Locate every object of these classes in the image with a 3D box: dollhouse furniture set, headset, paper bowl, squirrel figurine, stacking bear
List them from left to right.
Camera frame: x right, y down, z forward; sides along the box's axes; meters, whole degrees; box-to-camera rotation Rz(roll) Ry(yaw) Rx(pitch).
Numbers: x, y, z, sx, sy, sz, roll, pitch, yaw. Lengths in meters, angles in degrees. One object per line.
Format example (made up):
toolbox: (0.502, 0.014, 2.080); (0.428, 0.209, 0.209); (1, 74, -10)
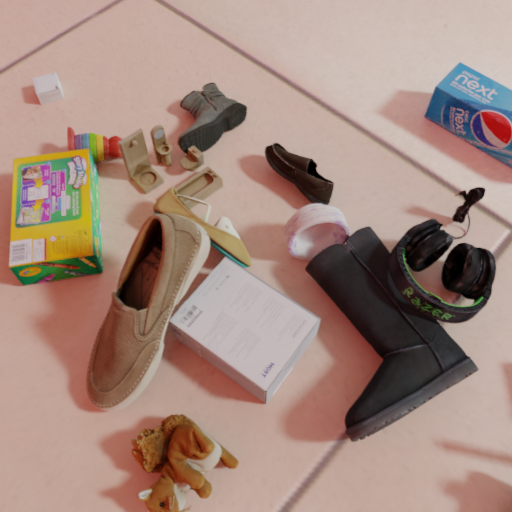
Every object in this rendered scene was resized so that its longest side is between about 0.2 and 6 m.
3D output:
stacking bear: (-3.436, -2.357, 12.144); (1.199, 0.728, 0.682); (-4, 42, -14)
dollhouse furniture set: (-1.718, -1.870, 11.527); (1.423, 1.219, 1.496); (-38, 67, -19)
squirrel figurine: (-1.308, 3.324, 8.866); (1.489, 1.054, 1.390); (32, 75, 32)
paper bowl: (1.121, -0.516, 10.756); (1.222, 1.222, 0.635); (-11, 55, -6)
headset: (3.599, -0.112, 10.310); (1.850, 1.408, 2.996); (32, 44, 5)

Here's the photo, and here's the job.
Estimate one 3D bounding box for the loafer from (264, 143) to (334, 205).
loafer: (0.966, -1.827, 11.730); (1.838, 0.656, 0.671); (43, 32, 14)

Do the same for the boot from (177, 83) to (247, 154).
boot: (-1.284, -3.113, 12.641); (1.304, 0.676, 1.996); (37, 59, 24)

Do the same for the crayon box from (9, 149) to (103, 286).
crayon box: (-3.972, -0.833, 11.192); (1.575, 0.773, 2.652); (-9, 61, -5)

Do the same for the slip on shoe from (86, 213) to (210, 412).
slip on shoe: (-2.003, 0.925, 9.289); (1.344, 1.071, 3.536); (32, 94, 29)

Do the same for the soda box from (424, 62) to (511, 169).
soda box: (5.361, -2.885, 12.233); (3.106, 0.996, 1.053); (37, 67, 20)

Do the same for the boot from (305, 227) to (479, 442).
boot: (1.871, 1.245, 9.829); (2.649, 1.055, 3.214); (-22, 66, -23)

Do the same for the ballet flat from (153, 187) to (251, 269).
ballet flat: (-0.956, -0.610, 10.943); (2.326, 0.798, 0.733); (31, 86, 10)

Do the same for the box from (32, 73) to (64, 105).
box: (-4.889, -3.932, 13.184); (0.566, 0.370, 0.563); (-18, 62, -10)

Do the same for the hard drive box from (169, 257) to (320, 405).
hard drive box: (-0.199, 1.291, 9.966); (2.116, 0.813, 1.649); (33, 66, 17)
